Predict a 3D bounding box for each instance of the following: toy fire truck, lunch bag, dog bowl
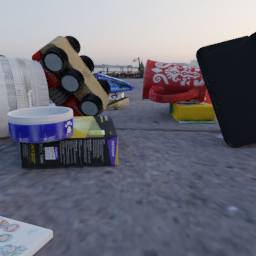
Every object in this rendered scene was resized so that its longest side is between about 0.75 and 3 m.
[{"bbox_3d":[-2.484,-1.062,9.057,2.982,2.625,1.918,-23,28,27],"label":"toy fire truck"},{"bbox_3d":[-0.740,-2.596,16.832,2.372,1.116,1.786,4,8,-4],"label":"lunch bag"},{"bbox_3d":[-1.626,-0.092,5.289,1.176,0.463,1.176,-1,14,0],"label":"dog bowl"}]

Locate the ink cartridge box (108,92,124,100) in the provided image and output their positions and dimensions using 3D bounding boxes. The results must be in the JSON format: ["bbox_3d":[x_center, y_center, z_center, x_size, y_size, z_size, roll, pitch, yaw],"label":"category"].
[{"bbox_3d":[-0.780,-1.923,16.806,0.990,0.417,0.716,1,12,7],"label":"ink cartridge box"}]

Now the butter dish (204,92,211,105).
[{"bbox_3d":[2.740,-1.306,12.473,1.638,1.211,1.634,3,57,2],"label":"butter dish"}]

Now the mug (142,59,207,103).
[{"bbox_3d":[1.738,-1.486,10.547,2.311,2.051,1.542,8,-26,6],"label":"mug"}]

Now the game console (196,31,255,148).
[{"bbox_3d":[3.463,-0.961,7.625,1.679,2.885,2.537,-25,-22,34],"label":"game console"}]

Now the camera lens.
[{"bbox_3d":[-3.727,-0.794,7.412,2.718,2.174,2.174,-8,14,-32],"label":"camera lens"}]

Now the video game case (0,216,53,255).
[{"bbox_3d":[-1.418,1.250,2.907,0.861,0.112,0.946,5,13,22],"label":"video game case"}]

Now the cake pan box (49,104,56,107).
[{"bbox_3d":[-3.330,-0.831,12.027,1.150,0.326,1.248,-9,15,-43],"label":"cake pan box"}]

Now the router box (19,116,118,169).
[{"bbox_3d":[-1.227,0.219,6.413,1.860,0.618,2.366,-2,12,-7],"label":"router box"}]

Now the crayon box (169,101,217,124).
[{"bbox_3d":[2.406,-0.641,10.565,1.366,0.560,2.173,0,13,-1],"label":"crayon box"}]

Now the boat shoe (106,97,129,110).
[{"bbox_3d":[-0.461,-1.058,12.841,1.245,0.413,0.461,-24,23,-27],"label":"boat shoe"}]
